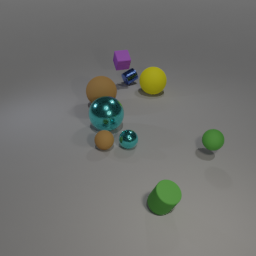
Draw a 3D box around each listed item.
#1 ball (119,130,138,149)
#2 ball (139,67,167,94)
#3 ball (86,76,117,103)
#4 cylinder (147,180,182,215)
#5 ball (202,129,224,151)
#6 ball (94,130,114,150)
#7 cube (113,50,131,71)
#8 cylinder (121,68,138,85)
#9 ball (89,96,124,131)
[{"bbox_3d":[0.021,0.404,10.097,0.700,0.700,0.700,0,29,0],"label":"ball"},{"bbox_3d":[1.283,-2.432,14.394,1.400,1.400,1.400,0,29,0],"label":"ball"},{"bbox_3d":[-1.208,-1.662,12.746,1.400,1.400,1.400,0,29,0],"label":"ball"},{"bbox_3d":[0.945,1.817,7.327,0.700,0.700,0.700,11,49,-12],"label":"cylinder"},{"bbox_3d":[2.754,0.382,9.065,0.700,0.700,0.700,0,29,0],"label":"ball"},{"bbox_3d":[-0.844,0.428,9.969,0.700,0.700,0.700,0,29,0],"label":"ball"},{"bbox_3d":[-0.308,-3.410,14.080,0.700,0.700,0.700,-10,64,-15],"label":"cube"},{"bbox_3d":[0.099,-2.893,15.718,0.700,0.700,0.700,-33,39,-13],"label":"cylinder"},{"bbox_3d":[-0.853,-0.565,11.075,1.400,1.400,1.400,0,29,0],"label":"ball"}]
